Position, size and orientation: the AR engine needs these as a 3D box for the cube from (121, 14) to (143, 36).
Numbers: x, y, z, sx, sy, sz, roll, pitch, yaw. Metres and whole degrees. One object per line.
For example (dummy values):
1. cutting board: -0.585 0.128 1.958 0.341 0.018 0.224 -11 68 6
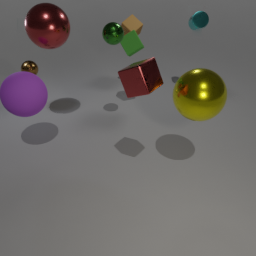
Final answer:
1. cube: 0.151 -4.505 12.625 0.700 0.700 0.700 44 73 4

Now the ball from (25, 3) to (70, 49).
1. ball: -2.553 -3.237 8.940 1.400 1.400 1.400 0 32 0

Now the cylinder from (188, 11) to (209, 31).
1. cylinder: 2.991 -4.536 11.898 0.700 0.700 0.700 -1 12 -2

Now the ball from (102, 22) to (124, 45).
1. ball: -0.476 -3.024 8.978 0.700 0.700 0.700 0 32 0

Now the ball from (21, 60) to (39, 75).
1. ball: -4.105 -2.464 11.693 0.700 0.700 0.700 0 32 0

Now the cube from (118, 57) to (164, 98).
1. cube: 0.314 -1.215 6.794 0.700 0.700 0.700 -5 25 43

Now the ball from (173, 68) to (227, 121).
1. ball: 1.888 -0.872 7.412 1.400 1.400 1.400 0 32 0

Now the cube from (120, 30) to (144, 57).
1. cube: 0.145 -3.251 10.791 0.700 0.700 0.700 -30 6 11

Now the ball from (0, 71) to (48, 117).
1. ball: -3.212 -1.039 8.675 1.400 1.400 1.400 0 32 0
